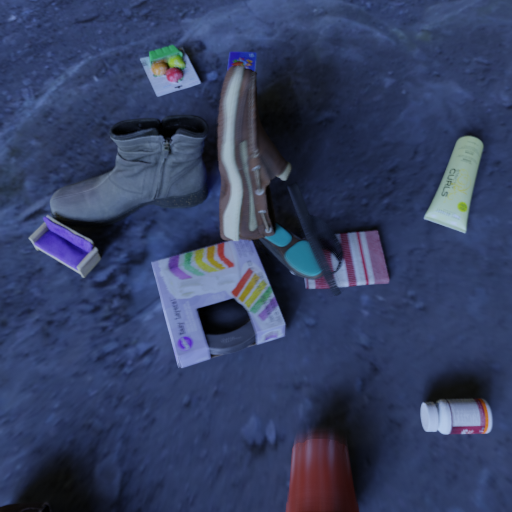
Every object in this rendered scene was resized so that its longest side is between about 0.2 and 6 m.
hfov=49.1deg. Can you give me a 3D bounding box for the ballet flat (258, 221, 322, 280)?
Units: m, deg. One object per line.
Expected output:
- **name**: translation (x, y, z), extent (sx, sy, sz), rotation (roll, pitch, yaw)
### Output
- **ballet flat**: translation (0.671, -0.067, 10.445), extent (0.637, 0.641, 1.873), rotation (-36, 53, -12)

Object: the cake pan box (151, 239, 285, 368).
- **cake pan box**: translation (-0.696, 0.801, 10.033), extent (1.962, 0.557, 2.130), rotation (-15, 57, -7)

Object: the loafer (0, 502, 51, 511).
- **loafer**: translation (-2.891, 4.641, 7.343), extent (1.084, 1.115, 3.053), rotation (-22, 61, -12)

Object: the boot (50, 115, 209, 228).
- **boot**: translation (-2.499, -1.738, 10.672), extent (3.297, 2.154, 1.116), rotation (-12, 59, -7)

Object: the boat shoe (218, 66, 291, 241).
- **boat shoe**: translation (0.013, -1.629, 9.487), extent (1.190, 3.217, 1.188), rotation (5, 44, 3)

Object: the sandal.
- **sandal**: translation (1.070, -0.349, 9.253), extent (0.490, 0.770, 2.049), rotation (-21, 75, 5)

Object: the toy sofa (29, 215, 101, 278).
- **toy sofa**: translation (-3.642, -0.187, 10.625), extent (1.288, 0.628, 0.533), rotation (28, 62, 15)

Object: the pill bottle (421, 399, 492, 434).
- **pill bottle**: translation (3.191, 2.571, 8.967), extent (0.992, 0.543, 0.543), rotation (-1, 58, 0)

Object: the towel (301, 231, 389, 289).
- **towel**: translation (1.664, 0.087, 10.727), extent (1.574, 0.179, 1.133), rotation (-5, 61, -1)

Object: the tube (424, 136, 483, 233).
- **tube**: translation (4.154, -1.483, 11.503), extent (0.636, 0.569, 2.191), rotation (-1, 54, 46)

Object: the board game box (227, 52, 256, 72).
- **board game box**: translation (-0.331, -2.656, 11.505), extent (0.568, 1.707, 2.538), rotation (2, 59, 1)

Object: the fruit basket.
- **fruit basket**: translation (-2.049, -4.383, 13.358), extent (1.106, 0.560, 1.194), rotation (-22, 76, -13)

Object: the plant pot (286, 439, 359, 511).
- **plant pot**: translation (0.958, 3.369, 8.220), extent (1.139, 1.139, 1.107), rotation (2, 50, 1)
